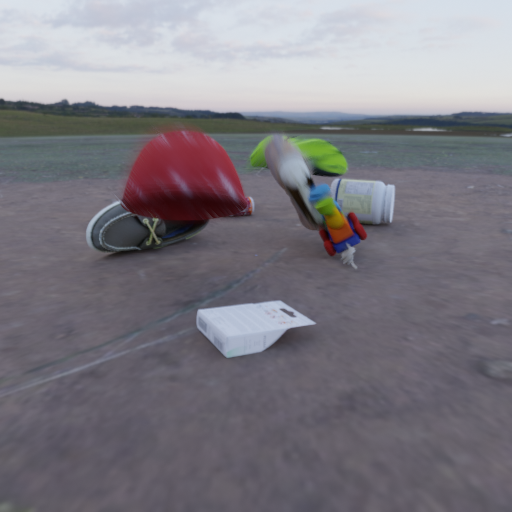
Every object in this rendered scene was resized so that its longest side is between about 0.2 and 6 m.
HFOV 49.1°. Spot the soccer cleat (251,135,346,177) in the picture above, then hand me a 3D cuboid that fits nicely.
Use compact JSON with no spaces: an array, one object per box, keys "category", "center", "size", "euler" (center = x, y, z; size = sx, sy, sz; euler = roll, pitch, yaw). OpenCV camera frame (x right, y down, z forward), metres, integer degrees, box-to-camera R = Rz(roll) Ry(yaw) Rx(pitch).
[{"category":"soccer cleat","center":[0.973,-2.164,12.524],"size":[2.369,0.800,0.960],"euler":[5,-18,-33]}]

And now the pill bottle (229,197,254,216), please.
[{"category":"pill bottle","center":[-0.512,-1.248,14.317],"size":[0.836,0.458,0.458],"euler":[-6,17,-20]}]

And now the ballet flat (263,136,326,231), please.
[{"category":"ballet flat","center":[0.905,-1.411,11.170],"size":[0.751,2.205,0.742],"euler":[-36,26,-2]}]

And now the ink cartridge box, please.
[{"category":"ink cartridge box","center":[-0.016,0.888,7.055],"size":[1.214,0.304,0.977],"euler":[-3,15,-26]}]

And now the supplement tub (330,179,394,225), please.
[{"category":"supplement tub","center":[2.523,-1.284,13.374],"size":[1.439,1.043,1.043],"euler":[6,17,17]}]

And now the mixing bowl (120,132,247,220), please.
[{"category":"mixing bowl","center":[-1.174,-1.324,9.123],"size":[2.025,1.097,2.025],"euler":[-2,-10,0]}]

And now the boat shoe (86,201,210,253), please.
[{"category":"boat shoe","center":[-2.057,-0.628,11.100],"size":[0.821,0.981,2.745],"euler":[14,22,35]}]

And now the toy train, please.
[{"category":"toy train","center":[1.461,-0.584,10.254],"size":[0.798,1.091,1.885],"euler":[-29,21,10]}]
